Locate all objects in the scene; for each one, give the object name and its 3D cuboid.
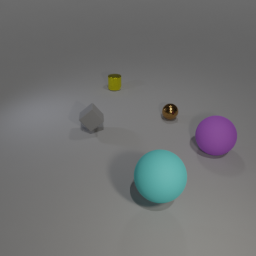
[{"bbox_3d":[-0.691,-2.391,14.593,0.700,0.700,0.700,0,28,0],"label":"cylinder"},{"bbox_3d":[3.078,0.262,9.818,1.400,1.400,1.400,0,32,0],"label":"ball"},{"bbox_3d":[0.853,1.272,7.431,1.400,1.400,1.400,0,32,0],"label":"ball"},{"bbox_3d":[-1.441,-0.430,11.081,0.700,0.700,0.700,-37,25,12],"label":"cube"},{"bbox_3d":[1.802,-0.701,11.965,0.700,0.700,0.700,0,32,0],"label":"ball"}]
